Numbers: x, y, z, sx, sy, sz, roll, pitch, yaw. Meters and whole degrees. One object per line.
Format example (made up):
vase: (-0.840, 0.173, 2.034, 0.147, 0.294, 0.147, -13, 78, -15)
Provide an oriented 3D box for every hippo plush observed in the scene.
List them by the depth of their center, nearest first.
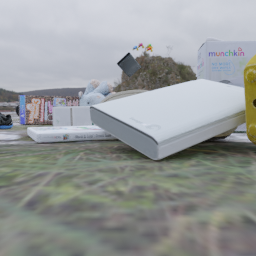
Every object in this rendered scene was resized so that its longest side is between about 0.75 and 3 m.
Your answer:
hippo plush: (-1.933, -1.506, 14.614, 2.840, 2.262, 2.283, 1, 3, 9)

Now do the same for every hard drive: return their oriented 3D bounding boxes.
hard drive: (0.809, -0.278, 4.078, 2.283, 0.300, 1.506, -17, 27, -32)
hard drive: (0.049, -2.891, 12.874, 1.097, 0.766, 0.180, 38, 13, -53)

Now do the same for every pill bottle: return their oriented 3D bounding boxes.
pill bottle: (3.161, -2.604, 10.705, 0.854, 1.522, 0.854, 15, 15, -4)

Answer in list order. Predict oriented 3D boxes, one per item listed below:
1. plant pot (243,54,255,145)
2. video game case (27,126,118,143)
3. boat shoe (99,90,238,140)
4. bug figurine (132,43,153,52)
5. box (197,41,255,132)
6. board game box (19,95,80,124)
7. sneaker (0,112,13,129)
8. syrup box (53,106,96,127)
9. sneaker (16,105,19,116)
plant pot: (2.265, -0.356, 3.277, 1.584, 1.549, 1.539, -10, 7, -25)
video game case: (-1.144, 0.094, 5.596, 1.504, 0.196, 1.653, -2, 5, -25)
boat shoe: (0.698, -0.123, 5.226, 2.512, 0.912, 0.788, 4, -16, 3)
bug figurine: (0.686, -3.601, 12.448, 0.962, 0.248, 0.746, 10, 35, 19)
box: (3.156, -1.041, 7.283, 2.543, 2.244, 1.230, 1, 4, 3)
board game box: (-3.080, -0.717, 11.326, 2.223, 1.076, 1.772, 0, 4, -11)
sneaker: (-3.774, -0.209, 7.903, 0.435, 0.509, 1.228, 0, 3, 21)
syrup box: (-1.449, -0.350, 8.778, 1.657, 0.675, 0.652, 0, 4, 1)
sneaker: (-4.634, -0.818, 15.173, 2.513, 0.839, 1.347, 4, 3, 8)
